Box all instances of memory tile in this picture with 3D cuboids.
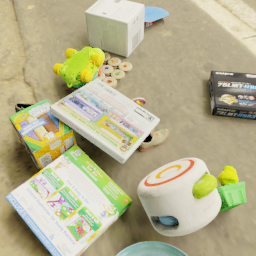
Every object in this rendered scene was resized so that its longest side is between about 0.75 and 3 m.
[{"bbox_3d":[-1.222,-2.755,12.690,2.512,0.211,1.925,27,55,21],"label":"memory tile"}]

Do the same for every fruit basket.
[{"bbox_3d":[2.887,1.738,8.288,0.943,1.307,1.307,-10,51,-9],"label":"fruit basket"}]

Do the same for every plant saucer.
[{"bbox_3d":[0.584,4.141,6.684,2.706,0.371,2.706,-5,49,6],"label":"plant saucer"}]

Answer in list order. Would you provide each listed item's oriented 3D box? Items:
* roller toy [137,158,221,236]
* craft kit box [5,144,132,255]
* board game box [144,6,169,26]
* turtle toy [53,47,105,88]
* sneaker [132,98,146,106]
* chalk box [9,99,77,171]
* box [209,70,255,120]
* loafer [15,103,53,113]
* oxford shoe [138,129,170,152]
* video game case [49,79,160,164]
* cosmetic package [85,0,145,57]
[{"bbox_3d":[1.396,1.868,7.620,1.984,2.175,1.520,-25,95,3],"label":"roller toy"},{"bbox_3d":[-1.676,2.136,8.171,2.569,0.631,2.601,-39,69,-25],"label":"craft kit box"},{"bbox_3d":[1.131,-6.070,15.347,2.132,0.415,1.685,-31,52,-30],"label":"board game box"},{"bbox_3d":[-1.813,-2.552,11.758,1.788,1.240,2.454,18,62,23],"label":"turtle toy"},{"bbox_3d":[0.148,-0.817,10.980,1.208,0.453,0.544,-11,61,-2],"label":"sneaker"},{"bbox_3d":[-2.920,0.121,9.495,1.437,1.447,2.318,-30,57,-22],"label":"chalk box"},{"bbox_3d":[4.513,-1.374,11.332,2.288,0.568,2.270,7,52,5],"label":"box"},{"bbox_3d":[-3.255,-0.613,10.618,2.071,0.651,0.744,0,50,0],"label":"loafer"},{"bbox_3d":[0.955,0.353,9.909,1.357,0.508,0.478,-31,57,-23],"label":"oxford shoe"},{"bbox_3d":[-0.666,-0.399,9.428,2.892,0.319,2.633,34,41,10],"label":"video game case"},{"bbox_3d":[-0.587,-4.867,13.378,2.224,1.835,1.833,21,53,16],"label":"cosmetic package"}]
